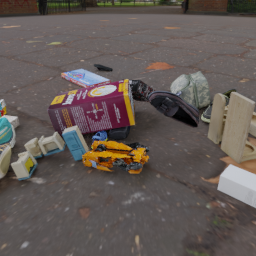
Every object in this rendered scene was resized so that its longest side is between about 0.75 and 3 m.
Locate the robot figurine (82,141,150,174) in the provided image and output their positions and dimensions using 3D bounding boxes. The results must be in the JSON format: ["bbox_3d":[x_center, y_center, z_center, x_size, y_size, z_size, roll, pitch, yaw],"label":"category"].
[{"bbox_3d":[-0.299,0.878,8.559,1.963,0.572,1.424,8,29,15],"label":"robot figurine"}]

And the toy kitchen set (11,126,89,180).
[{"bbox_3d":[-2.249,0.912,8.391,1.771,1.043,1.419,-16,26,12],"label":"toy kitchen set"}]

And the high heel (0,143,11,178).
[{"bbox_3d":[-4.335,1.126,7.723,1.699,0.851,2.384,6,37,-2],"label":"high heel"}]

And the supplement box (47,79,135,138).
[{"bbox_3d":[-1.246,-0.727,10.279,2.864,1.227,1.580,-10,28,6],"label":"supplement box"}]

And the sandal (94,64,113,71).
[{"bbox_3d":[-1.585,-3.707,17.518,1.248,0.299,0.469,19,30,7],"label":"sandal"}]

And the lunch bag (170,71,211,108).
[{"bbox_3d":[2.737,-1.639,12.608,1.589,1.320,1.895,-14,25,10],"label":"lunch bag"}]

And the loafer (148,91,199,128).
[{"bbox_3d":[1.539,-0.569,8.890,1.995,0.717,0.628,21,44,-28],"label":"loafer"}]

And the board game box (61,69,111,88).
[{"bbox_3d":[-2.405,-2.769,15.702,1.451,0.274,2.818,-21,34,-36],"label":"board game box"}]

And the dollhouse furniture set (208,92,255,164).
[{"bbox_3d":[4.212,-0.498,9.564,2.501,2.038,2.378,-9,29,-17],"label":"dollhouse furniture set"}]

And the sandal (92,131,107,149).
[{"bbox_3d":[-0.978,0.323,9.745,0.406,0.445,1.023,3,26,9],"label":"sandal"}]

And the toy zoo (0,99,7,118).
[{"bbox_3d":[-5.265,-0.779,11.615,0.096,0.616,0.940,0,28,0],"label":"toy zoo"}]

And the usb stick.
[{"bbox_3d":[-0.187,-0.339,10.978,0.747,0.439,2.694,-8,27,12],"label":"usb stick"}]

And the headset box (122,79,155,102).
[{"bbox_3d":[0.464,-1.487,11.503,1.015,0.512,1.366,11,-10,41],"label":"headset box"}]

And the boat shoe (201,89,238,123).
[{"bbox_3d":[3.884,-0.993,11.734,0.946,0.870,2.648,22,35,35],"label":"boat shoe"}]

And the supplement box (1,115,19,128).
[{"bbox_3d":[-4.687,-0.090,10.579,0.630,0.368,1.000,8,29,14],"label":"supplement box"}]

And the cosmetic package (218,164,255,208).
[{"bbox_3d":[3.115,1.538,7.340,1.285,0.545,0.691,23,37,37],"label":"cosmetic package"}]

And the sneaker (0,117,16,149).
[{"bbox_3d":[-5.204,0.306,9.008,2.910,1.159,1.128,-13,31,-22],"label":"sneaker"}]
